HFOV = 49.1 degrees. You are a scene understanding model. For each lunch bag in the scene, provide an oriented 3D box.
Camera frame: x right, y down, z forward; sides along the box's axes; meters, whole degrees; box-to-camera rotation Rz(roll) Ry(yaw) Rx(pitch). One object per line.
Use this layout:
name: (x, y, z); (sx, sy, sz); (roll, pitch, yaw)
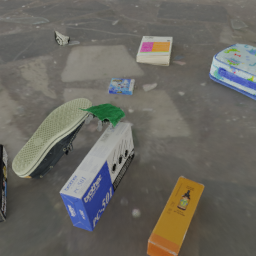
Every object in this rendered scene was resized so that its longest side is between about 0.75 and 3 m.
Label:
lunch bag: (4.542, -2.112, 10.431); (2.641, 1.089, 2.123); (33, 50, 31)

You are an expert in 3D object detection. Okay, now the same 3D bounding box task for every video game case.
video game case: (-0.234, -1.564, 10.494); (0.879, 0.200, 0.797); (4, 41, 5)

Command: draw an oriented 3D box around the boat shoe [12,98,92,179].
boat shoe: (-1.854, 0.280, 7.350); (0.969, 0.808, 2.596); (33, 79, 38)

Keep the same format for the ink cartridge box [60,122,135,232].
ink cartridge box: (-0.596, 1.039, 6.784); (0.559, 1.189, 2.530); (10, 41, 22)

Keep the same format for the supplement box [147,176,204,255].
supplement box: (1.090, 1.988, 6.230); (0.628, 0.649, 1.887); (20, 47, 20)

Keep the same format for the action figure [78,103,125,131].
action figure: (-0.490, -0.313, 7.046); (0.972, 0.450, 1.646); (32, 20, 11)

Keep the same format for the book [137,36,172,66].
book: (1.218, -3.545, 12.516); (1.402, 0.504, 2.098); (6, 41, 9)

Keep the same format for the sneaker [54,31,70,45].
sneaker: (-3.159, -4.322, 13.499); (0.609, 0.399, 1.058); (-12, 50, -26)

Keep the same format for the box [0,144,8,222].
box: (-4.142, 1.499, 6.853); (2.180, 0.542, 2.164); (-11, 42, -11)
